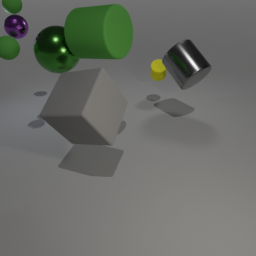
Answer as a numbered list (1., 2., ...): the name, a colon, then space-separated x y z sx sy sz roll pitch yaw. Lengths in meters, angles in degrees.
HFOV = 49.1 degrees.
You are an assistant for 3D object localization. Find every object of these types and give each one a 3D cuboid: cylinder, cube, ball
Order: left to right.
1. ball: -3.584 -2.383 8.332 0.700 0.700 0.700 0 28 0
2. ball: -4.289 -4.592 10.375 0.700 0.700 0.700 0 28 0
3. ball: -3.397 -3.078 8.520 0.700 0.700 0.700 0 28 0
4. ball: -2.124 -2.358 8.476 1.400 1.400 1.400 0 28 0
5. cube: -1.065 -0.499 7.161 1.400 1.400 1.400 1 58 31
6. cylinder: -0.791 -2.636 7.778 1.400 1.400 1.400 10 29 31
7. cylinder: 1.362 -2.579 12.525 0.700 0.700 0.700 -1 67 3
8. cylinder: 2.269 -2.448 10.906 1.400 1.400 1.400 -23 73 -36
